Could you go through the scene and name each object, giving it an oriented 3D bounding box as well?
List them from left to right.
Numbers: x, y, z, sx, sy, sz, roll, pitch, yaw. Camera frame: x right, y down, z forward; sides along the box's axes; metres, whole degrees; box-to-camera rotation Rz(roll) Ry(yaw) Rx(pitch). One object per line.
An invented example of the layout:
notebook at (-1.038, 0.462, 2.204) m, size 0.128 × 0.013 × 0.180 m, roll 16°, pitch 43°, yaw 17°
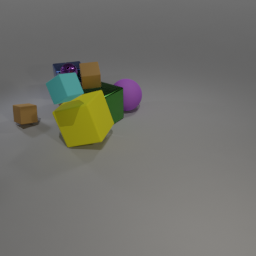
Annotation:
cube at (-4.100, -0.575, 11.178) m, size 0.700 × 0.700 × 0.700 m, roll -12°, pitch 18°, yaw -43°
cube at (-1.915, -1.199, 8.492) m, size 0.700 × 0.700 × 0.700 m, roll -22°, pitch 1°, yaw 36°
ball at (-2.459, -2.342, 11.648) m, size 0.700 × 0.700 × 0.700 m, roll 0°, pitch 30°, yaw 0°
cube at (-2.885, -2.413, 13.952) m, size 1.400 × 1.400 × 1.400 m, roll -11°, pitch 31°, yaw -18°
ball at (-2.437, -1.408, 12.216) m, size 1.400 × 1.400 × 1.400 m, roll 0°, pitch 30°, yaw 0°
cube at (-1.524, -0.334, 9.887) m, size 1.400 × 1.400 × 1.400 m, roll -10°, pitch 23°, yaw 21°
cube at (-1.419, -1.982, 10.564) m, size 0.700 × 0.700 × 0.700 m, roll -8°, pitch 57°, yaw -9°
cube at (-1.133, -0.947, 11.391) m, size 1.400 × 1.400 × 1.400 m, roll 20°, pitch 35°, yaw 31°
ball at (-0.084, -1.451, 12.280) m, size 1.400 × 1.400 × 1.400 m, roll 0°, pitch 30°, yaw 0°
